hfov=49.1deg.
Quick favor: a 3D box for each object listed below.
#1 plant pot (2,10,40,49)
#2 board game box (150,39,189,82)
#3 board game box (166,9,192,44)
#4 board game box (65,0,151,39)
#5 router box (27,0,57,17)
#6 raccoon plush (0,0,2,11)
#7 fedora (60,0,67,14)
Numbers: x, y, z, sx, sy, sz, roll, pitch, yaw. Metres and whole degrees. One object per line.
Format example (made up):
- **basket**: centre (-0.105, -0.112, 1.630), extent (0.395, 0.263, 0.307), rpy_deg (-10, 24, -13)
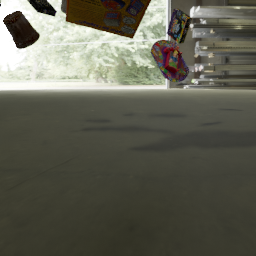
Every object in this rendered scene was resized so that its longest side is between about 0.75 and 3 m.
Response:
- **plant pot**: centre (-3.369, -3.100, 8.752), extent (0.894, 0.885, 0.894), rpy_deg (-10, 50, 12)
- **board game box**: centre (1.372, -2.137, 8.600), extent (1.166, 1.476, 0.287), rpy_deg (-26, -4, -34)
- **board game box**: centre (2.222, -4.455, 12.261), extent (0.328, 1.156, 0.956), rpy_deg (-18, 51, -31)
- **board game box**: centre (-0.330, -2.987, 5.549), extent (1.508, 1.507, 1.507), rpy_deg (10, -20, -13)
- **router box**: centre (-3.136, -4.451, 10.097), extent (0.756, 0.259, 1.014), rpy_deg (-8, 51, -49)
- **raccoon plush**: centre (-3.038, -3.296, 6.488), extent (2.452, 1.643, 1.186), rpy_deg (15, 24, 36)
- **fedora**: centre (-1.596, -4.226, 9.912), extent (1.938, 0.875, 1.714), rpy_deg (14, 20, -12)
